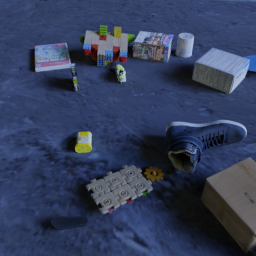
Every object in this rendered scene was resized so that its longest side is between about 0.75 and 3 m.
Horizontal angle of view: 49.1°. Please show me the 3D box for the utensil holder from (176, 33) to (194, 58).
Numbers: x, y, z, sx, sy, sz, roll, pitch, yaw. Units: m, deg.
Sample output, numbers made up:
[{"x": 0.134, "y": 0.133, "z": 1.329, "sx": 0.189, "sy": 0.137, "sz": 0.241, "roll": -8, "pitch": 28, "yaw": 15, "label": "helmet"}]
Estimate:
[{"x": 3.079, "y": -4.489, "z": 15.155, "sx": 0.886, "sy": 1.043, "sz": 0.886, "roll": 0, "pitch": 42, "yaw": 0, "label": "utensil holder"}]

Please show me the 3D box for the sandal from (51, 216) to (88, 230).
[{"x": -1.661, "y": 2.714, "z": 7.933, "sx": 1.041, "sy": 0.249, "sz": 0.391, "roll": 4, "pitch": 40, "yaw": -15, "label": "sandal"}]

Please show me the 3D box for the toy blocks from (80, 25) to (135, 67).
[{"x": -1.165, "y": -4.097, "z": 14.658, "sx": 2.955, "sy": 1.477, "sz": 2.020, "roll": 4, "pitch": 55, "yaw": -3, "label": "toy blocks"}]

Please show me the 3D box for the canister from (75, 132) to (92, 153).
[{"x": -1.614, "y": 0.502, "z": 10.239, "sx": 0.576, "sy": 0.336, "sz": 0.776, "roll": -3, "pitch": 41, "yaw": -3, "label": "canister"}]

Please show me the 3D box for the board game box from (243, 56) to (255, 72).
[{"x": 6.552, "y": -3.109, "z": 14.179, "sx": 1.512, "sy": 0.373, "sz": 1.914, "roll": -4, "pitch": 37, "yaw": 2, "label": "board game box"}]

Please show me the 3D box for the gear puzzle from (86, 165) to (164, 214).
[{"x": 0.012, "y": 1.798, "z": 8.885, "sx": 2.518, "sy": 0.330, "sz": 1.304, "roll": -20, "pitch": 44, "yaw": -25, "label": "gear puzzle"}]

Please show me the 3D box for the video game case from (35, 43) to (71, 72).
[{"x": -4.078, "y": -3.847, "z": 15.061, "sx": 1.801, "sy": 0.220, "sz": 2.520, "roll": -10, "pitch": 43, "yaw": -11, "label": "video game case"}]

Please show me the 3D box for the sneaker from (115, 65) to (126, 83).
[{"x": -0.346, "y": -2.761, "z": 13.650, "sx": 0.522, "sy": 0.529, "sz": 1.385, "roll": -9, "pitch": 43, "yaw": -8, "label": "sneaker"}]

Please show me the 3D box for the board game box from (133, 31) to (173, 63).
[{"x": 1.362, "y": -4.424, "z": 15.160, "sx": 1.908, "sy": 0.924, "sz": 1.521, "roll": 11, "pitch": 44, "yaw": 12, "label": "board game box"}]

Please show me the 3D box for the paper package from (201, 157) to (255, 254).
[{"x": 3.423, "y": 2.097, "z": 7.985, "sx": 1.893, "sy": 1.027, "sz": 1.986, "roll": -20, "pitch": 45, "yaw": -20, "label": "paper package"}]

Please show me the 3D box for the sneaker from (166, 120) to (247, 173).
[{"x": 2.639, "y": 0.619, "z": 9.424, "sx": 2.791, "sy": 1.061, "sz": 2.016, "roll": -2, "pitch": 31, "yaw": 12, "label": "sneaker"}]

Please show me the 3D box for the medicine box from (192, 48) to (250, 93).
[{"x": 4.388, "y": -2.762, "z": 13.275, "sx": 1.982, "sy": 1.020, "sz": 1.805, "roll": 29, "pitch": 50, "yaw": 27, "label": "medicine box"}]

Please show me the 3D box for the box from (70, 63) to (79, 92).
[{"x": -2.456, "y": -2.332, "z": 12.929, "sx": 0.241, "sy": 0.871, "sz": 1.087, "roll": -8, "pitch": 44, "yaw": -10, "label": "box"}]
